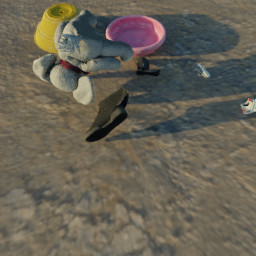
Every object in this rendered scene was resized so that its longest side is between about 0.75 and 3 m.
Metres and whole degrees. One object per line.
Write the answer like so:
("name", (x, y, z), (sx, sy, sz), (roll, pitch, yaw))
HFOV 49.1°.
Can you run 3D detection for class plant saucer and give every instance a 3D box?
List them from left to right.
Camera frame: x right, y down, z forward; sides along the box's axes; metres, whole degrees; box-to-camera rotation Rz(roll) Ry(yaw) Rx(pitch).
("plant saucer", (0.309, -3.587, 11.038), (2.321, 0.588, 2.321), (0, 53, 0))

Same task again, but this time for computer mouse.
("computer mouse", (0.718, -2.256, 10.049), (0.890, 0.292, 1.268), (5, 38, -2))

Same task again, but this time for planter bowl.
("planter bowl", (-2.569, -4.207, 11.221), (2.579, 1.074, 2.579), (0, 53, 0))

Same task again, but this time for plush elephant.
("plush elephant", (-1.588, -2.082, 8.917), (2.383, 2.240, 2.893), (39, 34, 3))

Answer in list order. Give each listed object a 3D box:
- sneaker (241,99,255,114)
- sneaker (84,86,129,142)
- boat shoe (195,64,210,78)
("sneaker", (3.953, -0.759, 8.707), (0.882, 0.412, 0.310), (-24, 34, 29))
("sneaker", (-0.641, -0.399, 8.203), (1.777, 0.534, 0.927), (-35, 55, 13))
("boat shoe", (2.540, -1.900, 9.619), (0.332, 0.282, 0.913), (26, 28, -25))
